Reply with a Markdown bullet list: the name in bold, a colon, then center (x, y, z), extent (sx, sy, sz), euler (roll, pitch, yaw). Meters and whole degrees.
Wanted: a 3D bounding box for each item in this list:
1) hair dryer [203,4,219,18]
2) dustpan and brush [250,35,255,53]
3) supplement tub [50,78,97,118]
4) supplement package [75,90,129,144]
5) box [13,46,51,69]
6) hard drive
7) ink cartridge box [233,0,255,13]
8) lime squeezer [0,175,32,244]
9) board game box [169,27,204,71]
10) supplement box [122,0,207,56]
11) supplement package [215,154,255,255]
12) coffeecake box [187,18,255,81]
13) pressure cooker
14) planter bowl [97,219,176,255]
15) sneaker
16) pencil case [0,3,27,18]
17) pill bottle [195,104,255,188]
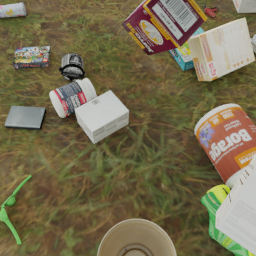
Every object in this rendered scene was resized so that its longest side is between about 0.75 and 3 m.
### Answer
- **hair dryer**: center (3.961, -5.538, 13.146), extent (0.773, 0.276, 1.015), euler (3, 58, 1)
- **dustpan and brush**: center (5.434, -3.482, 11.581), extent (2.196, 0.629, 1.533), euler (1, 57, 0)
- **supplement tub**: center (-1.903, -1.066, 9.778), extent (1.420, 0.996, 0.996), euler (-27, 61, -17)
- **supplement package**: center (-0.866, -0.382, 9.445), extent (1.431, 0.794, 1.115), euler (-31, 62, -20)
- **box**: center (-3.884, -2.879, 11.407), extent (1.394, 0.263, 0.952), euler (-4, 57, -3)
- **hard drive**: center (-3.554, -0.357, 9.790), extent (1.238, 0.204, 0.864), euler (4, 57, 2)
- **ink cartridge box**: center (5.555, -6.699, 12.691), extent (0.976, 2.315, 1.690), euler (-2, 56, 1)
- **lime squeezer**: center (-3.265, 2.242, 7.998), extent (0.705, 0.377, 1.997), euler (-2, 56, -1)
- **board game box**: center (2.546, -3.480, 11.657), extent (1.627, 0.506, 2.155), euler (-19, 59, -12)
- **supplement box**: center (0.964, -3.265, 8.642), extent (1.167, 2.724, 1.503), euler (-46, 107, -3)
- **supplement package**: center (2.643, 1.299, 5.250), extent (1.141, 1.127, 1.881), euler (34, 99, 17)
- **coffeecake box**: center (3.535, -2.938, 10.586), extent (2.180, 1.673, 0.796), euler (-25, 16, -16)
- **pressure cooker**: center (-2.092, -2.256, 10.658), extent (0.860, 0.873, 0.978), euler (-16, 56, 16)
- **planter bowl**: center (0.205, 3.273, 6.807), extent (1.808, 1.217, 1.808), euler (0, 57, 0)
- **sneaker**: center (2.789, 2.789, 7.391), extent (0.946, 1.068, 2.555), euler (-6, 67, -44)
- **pencil case**: center (-5.406, -5.419, 12.901), extent (1.342, 0.558, 0.609), euler (-11, 42, -8)
- **pill bottle**: center (3.306, 0.833, 8.143), extent (1.624, 1.624, 2.895), euler (-18, 58, -12)
